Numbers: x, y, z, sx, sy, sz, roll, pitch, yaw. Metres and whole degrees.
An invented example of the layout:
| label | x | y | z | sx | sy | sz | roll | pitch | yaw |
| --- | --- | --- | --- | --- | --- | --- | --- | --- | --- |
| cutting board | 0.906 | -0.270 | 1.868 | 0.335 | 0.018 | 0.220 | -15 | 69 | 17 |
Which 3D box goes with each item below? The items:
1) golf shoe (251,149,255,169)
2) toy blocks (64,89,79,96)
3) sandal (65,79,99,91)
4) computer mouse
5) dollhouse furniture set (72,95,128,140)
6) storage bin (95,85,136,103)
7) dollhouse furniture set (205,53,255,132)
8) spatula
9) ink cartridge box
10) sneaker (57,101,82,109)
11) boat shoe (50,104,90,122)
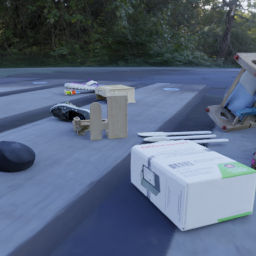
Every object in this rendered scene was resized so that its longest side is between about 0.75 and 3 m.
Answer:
| label | x | y | z | sx | sy | sz | roll | pitch | yaw |
| --- | --- | --- | --- | --- | --- | --- | --- | --- | --- |
| golf shoe | 3.026 | 0.512 | 5.752 | 0.694 | 0.547 | 1.507 | 14 | 29 | 31 |
| toy blocks | -3.040 | -1.947 | 15.347 | 0.826 | 0.300 | 0.688 | -5 | 15 | -21 |
| sandal | -2.315 | -2.513 | 16.193 | 2.737 | 0.673 | 1.114 | -3 | 9 | -41 |
| computer mouse | -3.160 | 0.398 | 6.174 | 2.955 | 0.503 | 0.866 | 8 | 18 | 29 |
| dollhouse furniture set | -0.855 | -0.422 | 7.938 | 1.356 | 1.162 | 1.426 | -4 | 15 | -15 |
| storage bin | -0.631 | -1.611 | 13.337 | 1.488 | 0.702 | 1.499 | -8 | 17 | -25 |
| dollhouse furniture set | 4.047 | -0.422 | 7.588 | 2.036 | 2.048 | 2.906 | -8 | 47 | -27 |
| spatula | 1.404 | 0.291 | 7.320 | 2.112 | 0.170 | 1.468 | -1 | 9 | -8 |
| ink cartridge box | 0.903 | 0.757 | 4.361 | 1.199 | 0.693 | 1.649 | -5 | 14 | -22 |
| sneaker | -2.224 | -0.798 | 10.695 | 1.047 | 0.470 | 0.351 | -9 | 17 | -29 |
| boat shoe | -1.961 | -0.472 | 9.369 | 1.609 | 0.552 | 0.455 | 8 | 17 | 19 |
